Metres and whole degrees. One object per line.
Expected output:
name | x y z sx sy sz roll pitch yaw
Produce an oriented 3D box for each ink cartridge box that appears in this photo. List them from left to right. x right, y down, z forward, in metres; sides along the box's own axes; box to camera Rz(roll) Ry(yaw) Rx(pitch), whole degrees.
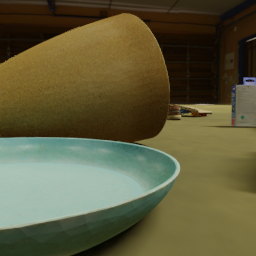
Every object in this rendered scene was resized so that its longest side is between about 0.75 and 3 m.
ink cartridge box | 3.867 -0.820 8.853 1.066 1.563 0.597 1 5 6

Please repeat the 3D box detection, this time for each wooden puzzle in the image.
wooden puzzle | 3.373 -0.869 14.544 1.472 0.368 1.590 20 11 42

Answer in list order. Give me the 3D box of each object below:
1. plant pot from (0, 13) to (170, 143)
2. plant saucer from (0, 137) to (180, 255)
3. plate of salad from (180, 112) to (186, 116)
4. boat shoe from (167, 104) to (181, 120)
plant pot | -0.988 -0.584 4.751 2.501 2.331 2.331 -17 13 -25
plant saucer | -1.019 0.419 2.334 2.854 0.391 2.854 0 5 0
plate of salad | 2.217 -0.903 15.166 1.954 0.469 1.954 0 5 0
boat shoe | 1.808 -0.757 12.597 0.731 0.685 2.030 -2 6 -15
